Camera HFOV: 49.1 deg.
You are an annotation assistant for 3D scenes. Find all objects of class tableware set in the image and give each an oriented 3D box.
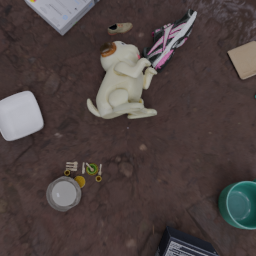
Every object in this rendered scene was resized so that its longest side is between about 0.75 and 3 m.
[{"bbox_3d":[-1.718,1.790,10.603,1.455,0.223,0.980,4,81,0],"label":"tableware set"}]

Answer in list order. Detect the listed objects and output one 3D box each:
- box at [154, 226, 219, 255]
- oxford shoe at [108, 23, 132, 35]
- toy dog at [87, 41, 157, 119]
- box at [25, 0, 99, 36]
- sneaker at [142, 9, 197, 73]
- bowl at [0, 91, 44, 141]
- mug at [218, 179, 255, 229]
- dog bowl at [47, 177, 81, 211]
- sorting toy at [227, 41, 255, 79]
[{"bbox_3d":[1.867,4.602,9.562,1.767,1.089,1.752,22,93,0],"label":"box"},{"bbox_3d":[-0.318,-4.098,11.450,1.054,0.394,0.371,-20,81,-3],"label":"oxford shoe"},{"bbox_3d":[-0.220,-1.824,10.524,2.752,1.980,2.838,-8,81,32],"label":"toy dog"},{"bbox_3d":[-2.533,-5.542,11.593,2.167,0.572,2.780,42,82,7],"label":"box"},{"bbox_3d":[1.592,-3.661,11.030,1.221,1.136,2.828,36,82,7],"label":"sneaker"},{"bbox_3d":[-4.117,-0.433,10.759,1.648,0.616,1.651,-22,82,-4],"label":"bowl"},{"bbox_3d":[4.187,2.686,9.924,1.922,1.189,1.579,-13,74,-8],"label":"mug"},{"bbox_3d":[-2.336,2.406,10.366,1.269,0.372,1.269,0,87,1],"label":"dog bowl"},{"bbox_3d":[4.855,-2.735,11.336,1.258,0.248,1.359,-22,77,-4],"label":"sorting toy"}]
